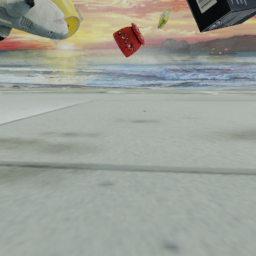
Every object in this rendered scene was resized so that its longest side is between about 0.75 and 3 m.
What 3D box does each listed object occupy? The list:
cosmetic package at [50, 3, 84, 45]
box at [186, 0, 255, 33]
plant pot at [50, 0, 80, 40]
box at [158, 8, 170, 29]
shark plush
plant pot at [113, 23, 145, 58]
[{"bbox_3d":[-1.726,-2.759,7.420,1.060,0.387,0.549,-44,-6,2],"label":"cosmetic package"},{"bbox_3d":[2.710,-3.698,7.667,2.140,1.583,1.116,-21,-1,-34],"label":"box"},{"bbox_3d":[-1.584,-2.488,6.021,1.069,1.005,1.069,-36,-11,-8],"label":"plant pot"},{"bbox_3d":[1.388,-4.232,10.908,0.194,0.804,0.472,27,-32,-17],"label":"box"},{"bbox_3d":[-2.122,-1.741,4.513,2.169,0.903,0.985,-12,52,-5],"label":"shark plush"},{"bbox_3d":[0.071,-3.062,9.723,0.877,0.963,0.963,-27,3,14],"label":"plant pot"}]
